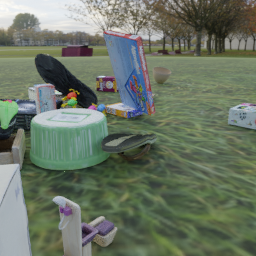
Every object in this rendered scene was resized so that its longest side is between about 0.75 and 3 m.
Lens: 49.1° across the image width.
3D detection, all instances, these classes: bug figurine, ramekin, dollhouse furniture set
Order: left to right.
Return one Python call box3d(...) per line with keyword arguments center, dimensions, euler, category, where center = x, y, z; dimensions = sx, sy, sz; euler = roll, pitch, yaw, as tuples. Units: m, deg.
box3d(center=(-3.029, -0.592, 5.190), dimensions=(1.814, 2.730, 2.393), euler=(-4, 18, -15), category="dollhouse furniture set")
box3d(center=(-1.230, 0.149, 5.974), dimensions=(1.726, 0.843, 1.726), euler=(0, 17, 0), category="ramekin")
box3d(center=(-1.377, -0.743, 8.817), dimensions=(1.511, 0.389, 1.172), euler=(22, 20, -3), category="bug figurine")
box3d(center=(-0.154, 1.122, 2.661), dimensions=(1.333, 0.946, 1.056), euler=(14, 22, 37), category="dollhouse furniture set")

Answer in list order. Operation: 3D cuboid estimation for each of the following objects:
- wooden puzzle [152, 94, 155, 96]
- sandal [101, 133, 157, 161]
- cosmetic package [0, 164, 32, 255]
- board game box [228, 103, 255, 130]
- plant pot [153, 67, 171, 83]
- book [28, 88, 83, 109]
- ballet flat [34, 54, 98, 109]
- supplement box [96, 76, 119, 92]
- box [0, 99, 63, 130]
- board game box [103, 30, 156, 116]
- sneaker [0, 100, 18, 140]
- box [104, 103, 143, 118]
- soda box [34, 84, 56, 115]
box3d(center=(0.576, -1.299, 11.774), dimensions=(0.942, 0.236, 1.018), euler=(6, 13, 16), category="wooden puzzle")
box3d(center=(0.137, 0.399, 5.844), dimensions=(0.756, 0.543, 1.905), euler=(5, 2, 27), category="sandal")
box3d(center=(-2.136, 1.122, 2.145), dimensions=(2.484, 1.284, 1.084), euler=(-5, 19, -10), category="cosmetic package")
box3d(center=(3.904, -0.300, 8.028), dimensions=(1.611, 0.518, 1.188), euler=(16, 24, 40), category="board game box")
box3d(center=(1.902, -3.014, 16.266), dimensions=(1.069, 0.717, 1.069), euler=(8, 33, -5), category="plant pot")
box3d(center=(-2.670, -1.205, 10.977), dimensions=(1.807, 0.650, 2.705), euler=(-7, 16, -31), category="book")
box3d(center=(-2.131, -1.544, 9.603), dimensions=(2.571, 0.854, 0.730), euler=(41, 4, -11), category="ballet flat")
box3d(center=(-0.974, -2.170, 13.749), dimensions=(1.071, 0.701, 0.553), euler=(4, 18, 15), category="supplement box")
box3d(center=(-3.349, -0.452, 8.531), dimensions=(2.268, 0.494, 1.817), euler=(2, 17, 8), category="box")
box3d(center=(0.081, -1.565, 8.246), dimensions=(1.303, 2.532, 0.246), euler=(27, 57, 37), category="board game box")
box3d(center=(-3.300, -0.059, 6.511), dimensions=(0.951, 1.039, 2.479), euler=(6, -7, -35), category="sneaker")
box3d(center=(-0.108, -0.589, 9.413), dimensions=(1.258, 0.261, 0.749), euler=(19, 25, 41), category="box")
box3d(center=(-2.054, -0.432, 7.052), dimensions=(0.421, 1.323, 0.453), euler=(-9, 19, -28), category="soda box")
